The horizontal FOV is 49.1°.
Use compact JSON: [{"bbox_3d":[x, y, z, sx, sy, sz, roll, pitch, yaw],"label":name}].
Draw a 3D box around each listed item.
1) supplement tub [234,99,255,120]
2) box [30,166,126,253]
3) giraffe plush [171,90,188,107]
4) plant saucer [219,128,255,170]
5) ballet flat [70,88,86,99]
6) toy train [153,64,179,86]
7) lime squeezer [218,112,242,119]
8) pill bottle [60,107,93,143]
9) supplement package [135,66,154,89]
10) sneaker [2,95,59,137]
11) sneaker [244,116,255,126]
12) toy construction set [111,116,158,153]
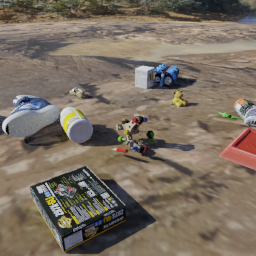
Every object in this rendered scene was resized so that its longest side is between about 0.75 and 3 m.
[{"bbox_3d":[5.057,-0.771,11.933,0.755,0.755,1.232,-2,27,-4],"label":"supplement tub"},{"bbox_3d":[-1.293,1.858,7.010,1.663,0.514,2.083,-20,33,-30],"label":"box"},{"bbox_3d":[2.441,-1.463,13.401,0.821,0.666,0.709,18,32,31],"label":"giraffe plush"},{"bbox_3d":[4.582,0.716,9.384,2.249,0.414,2.253,21,33,35],"label":"plant saucer"},{"bbox_3d":[-2.612,-1.874,14.513,1.231,0.402,0.434,23,33,38],"label":"ballet flat"},{"bbox_3d":[2.235,-3.096,16.405,1.246,0.946,2.182,15,30,15],"label":"toy train"},{"bbox_3d":[4.358,-0.513,12.132,1.064,0.201,0.376,20,1,35],"label":"lime squeezer"},{"bbox_3d":[-2.005,-0.185,10.567,0.933,0.933,1.660,-12,29,-22],"label":"pill bottle"},{"bbox_3d":[0.933,-2.858,15.746,0.784,1.040,0.790,17,31,30],"label":"supplement package"},{"bbox_3d":[-4.212,-0.574,11.087,1.861,1.024,2.542,23,31,28],"label":"sneaker"},{"bbox_3d":[5.261,-0.175,11.132,1.060,0.412,0.741,-3,26,-5],"label":"sneaker"},{"bbox_3d":[-0.014,0.305,9.689,1.194,1.296,1.554,1,29,45],"label":"toy construction set"}]
